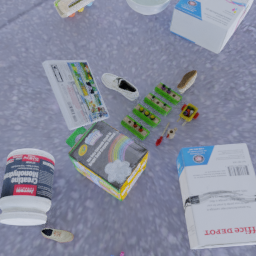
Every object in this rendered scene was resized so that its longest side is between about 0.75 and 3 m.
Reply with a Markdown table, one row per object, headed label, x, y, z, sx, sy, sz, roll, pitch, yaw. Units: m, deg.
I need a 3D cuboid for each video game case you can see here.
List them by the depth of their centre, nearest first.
| label | x | y | z | sx | sy | sz | roll | pitch | yaw |
| --- | --- | --- | --- | --- | --- | --- | --- | --- | --- |
| video game case | -0.851 | -0.614 | 4.824 | 0.127 | 1.051 | 1.153 | -22 | 90 | 33 |

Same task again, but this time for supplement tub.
| label | x | y | z | sx | sy | sz | roll | pitch | yaw |
| --- | --- | --- | --- | --- | --- | --- | --- | --- | --- |
| supplement tub | -2.645 | 1.561 | 7.410 | 1.261 | 1.261 | 1.796 | -2 | 63 | -1 |

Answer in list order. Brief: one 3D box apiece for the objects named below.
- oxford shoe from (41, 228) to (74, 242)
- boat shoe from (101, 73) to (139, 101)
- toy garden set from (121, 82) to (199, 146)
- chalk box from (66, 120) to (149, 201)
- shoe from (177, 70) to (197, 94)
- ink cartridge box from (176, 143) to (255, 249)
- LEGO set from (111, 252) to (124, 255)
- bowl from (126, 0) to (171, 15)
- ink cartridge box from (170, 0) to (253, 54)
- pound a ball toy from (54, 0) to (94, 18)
| label | x | y | z | sx | sy | sz | roll | pitch | yaw |
| --- | --- | --- | --- | --- | --- | --- | --- | --- | --- |
| oxford shoe | -1.857 | 2.798 | 7.308 | 0.862 | 0.318 | 0.305 | 6 | 63 | 3 |
| boat shoe | -0.280 | -1.475 | 9.404 | 1.503 | 0.494 | 0.541 | 39 | 69 | 18 |
| toy garden set | 1.096 | -0.417 | 8.904 | 1.733 | 0.415 | 2.079 | 37 | 69 | 17 |
| chalk box | -0.696 | 0.774 | 7.790 | 2.168 | 1.342 | 1.349 | 33 | 69 | 16 |
| shoe | 2.041 | -1.597 | 9.621 | 0.381 | 0.291 | 1.090 | 15 | 54 | 44 |
| ink cartridge box | 2.399 | 1.793 | 7.401 | 1.815 | 1.057 | 2.510 | -4 | 63 | -2 |
| LEGO set | -0.388 | 3.485 | 6.926 | 0.345 | 0.371 | 0.904 | 14 | 64 | 8 |
| bowl | 0.788 | -5.175 | 11.031 | 2.096 | 0.942 | 2.096 | 1 | 65 | -2 |
| ink cartridge box | 3.267 | -4.549 | 10.557 | 2.127 | 1.246 | 2.944 | 31 | 66 | 15 |
| pound a ball toy | -1.990 | -4.859 | 10.874 | 1.854 | 0.787 | 1.209 | -41 | 35 | -19 |
